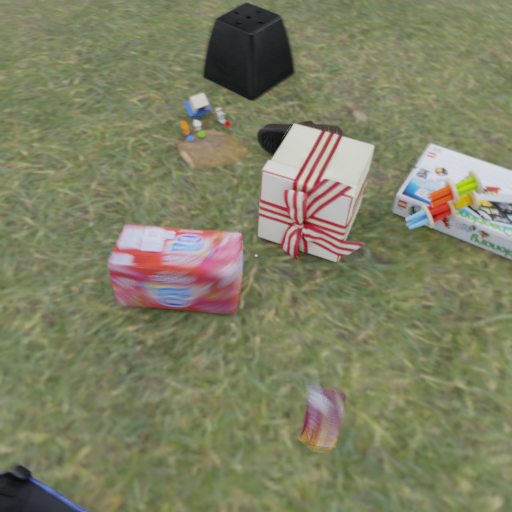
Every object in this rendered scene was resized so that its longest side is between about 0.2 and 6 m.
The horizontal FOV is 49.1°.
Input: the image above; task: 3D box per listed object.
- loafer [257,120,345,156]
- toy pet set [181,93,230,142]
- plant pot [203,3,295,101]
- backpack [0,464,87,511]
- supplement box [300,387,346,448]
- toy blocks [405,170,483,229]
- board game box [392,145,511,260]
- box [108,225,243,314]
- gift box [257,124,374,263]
[{"bbox_3d":[1.090,-2.814,13.358,2.142,0.782,0.764,6,47,-2],"label":"loafer"},{"bbox_3d":[-1.427,-3.487,14.237,1.179,0.626,1.101,-24,88,-15],"label":"toy pet set"},{"bbox_3d":[-0.190,-5.679,15.237,1.920,1.708,1.925,33,56,25],"label":"plant pot"},{"bbox_3d":[-2.875,4.149,6.696,2.111,1.695,2.307,22,50,19],"label":"backpack"},{"bbox_3d":[1.021,2.454,8.542,0.353,0.455,0.824,4,76,48],"label":"supplement box"},{"bbox_3d":[3.604,-1.017,10.915,1.401,1.168,0.509,-23,64,5],"label":"toy blocks"},{"bbox_3d":[4.904,-1.124,12.015,3.342,0.578,2.109,25,54,20],"label":"board game box"},{"bbox_3d":[-1.428,0.248,10.438,2.294,1.095,1.144,4,43,3],"label":"box"},{"bbox_3d":[1.288,-1.215,11.157,2.209,2.038,2.062,16,49,17],"label":"gift box"}]
